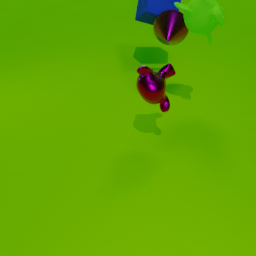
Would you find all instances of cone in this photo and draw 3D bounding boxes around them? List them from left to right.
[{"bbox_3d":[1.265,-2.872,8.594,1.146,1.146,1.151,8,40,10],"label":"cone"}]

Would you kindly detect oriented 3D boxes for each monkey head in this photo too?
[{"bbox_3d":[0.694,-1.065,6.591,0.981,1.364,0.822,-28,33,14],"label":"monkey head"},{"bbox_3d":[1.871,-2.676,6.883,1.517,0.914,1.091,34,36,-30],"label":"monkey head"}]

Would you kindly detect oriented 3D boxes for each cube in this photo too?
[{"bbox_3d":[1.065,-4.366,9.851,1.183,1.183,1.183,8,5,-19],"label":"cube"}]
